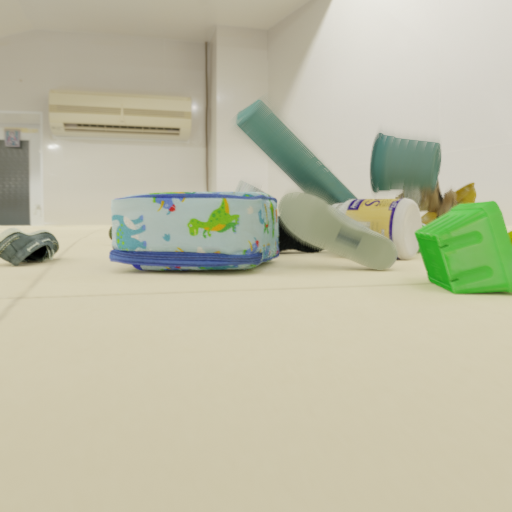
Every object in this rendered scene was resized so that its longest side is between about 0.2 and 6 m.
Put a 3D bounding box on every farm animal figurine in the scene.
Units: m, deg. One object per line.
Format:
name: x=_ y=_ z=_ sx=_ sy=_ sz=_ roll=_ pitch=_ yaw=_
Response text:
farm animal figurine: x=3.955 y=-1.127 z=12.308 sx=0.878 sy=1.666 sz=1.684 roll=-18 pitch=19 yaw=42

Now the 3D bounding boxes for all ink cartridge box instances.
ink cartridge box: x=-0.186 y=-1.013 z=10.855 sx=0.403 sy=0.710 sz=0.974 roll=23 pitch=8 yaw=-20

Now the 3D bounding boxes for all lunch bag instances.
lunch bag: x=-0.826 y=-0.397 z=8.272 sx=2.197 sy=1.127 sz=2.733 roll=2 pitch=4 yaw=8

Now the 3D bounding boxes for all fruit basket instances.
fruit basket: x=2.476 y=-0.080 z=5.770 sx=1.441 sy=1.040 sz=1.441 roll=-18 pitch=3 yaw=1

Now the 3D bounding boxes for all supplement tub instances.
supplement tub: x=2.063 y=-0.481 z=9.920 sx=1.472 sy=1.070 sz=1.070 roll=3 pitch=5 yaw=35

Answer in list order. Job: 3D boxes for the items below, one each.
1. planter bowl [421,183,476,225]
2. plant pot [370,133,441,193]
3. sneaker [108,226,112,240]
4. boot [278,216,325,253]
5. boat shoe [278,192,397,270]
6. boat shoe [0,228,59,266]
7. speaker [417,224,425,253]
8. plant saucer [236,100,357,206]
planter bowl: x=4.982 y=-0.891 z=14.417 sx=2.111 sy=0.879 sz=2.111 roll=-40 pitch=0 yaw=0
plant pot: x=2.876 y=-1.740 z=10.698 sx=1.140 sy=1.164 sz=1.164 roll=8 pitch=7 yaw=26
sneaker: x=-2.811 y=-0.602 z=14.356 sx=1.982 sy=0.665 sz=0.890 roll=3 pitch=-1 yaw=-7
boot: x=0.228 y=-0.495 z=11.793 sx=2.328 sy=0.861 sz=1.908 roll=-9 pitch=10 yaw=-34
boat shoe: x=1.123 y=-0.307 z=7.921 sx=1.789 sy=0.624 sz=0.637 roll=29 pitch=0 yaw=8
boat shoe: x=-3.594 y=-0.056 z=9.040 sx=0.544 sy=0.641 sz=1.760 roll=44 pitch=1 yaw=4
speaker: x=2.825 y=-0.353 z=11.184 sx=1.478 sy=0.654 sz=0.654 roll=-2 pitch=4 yaw=-29
plant saucer: x=0.858 y=-1.671 z=10.643 sx=3.047 sy=0.289 sz=1.065 roll=41 pitch=-15 yaw=-18
